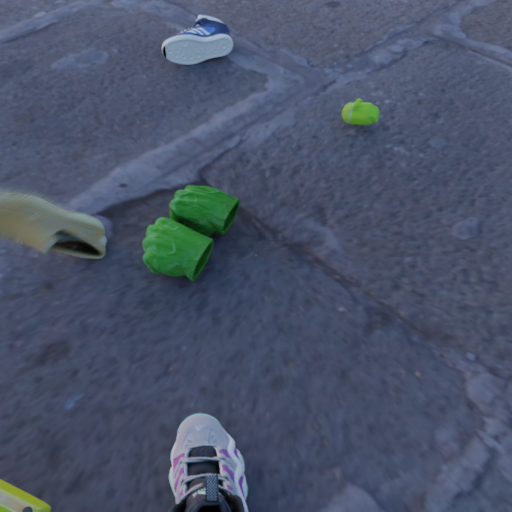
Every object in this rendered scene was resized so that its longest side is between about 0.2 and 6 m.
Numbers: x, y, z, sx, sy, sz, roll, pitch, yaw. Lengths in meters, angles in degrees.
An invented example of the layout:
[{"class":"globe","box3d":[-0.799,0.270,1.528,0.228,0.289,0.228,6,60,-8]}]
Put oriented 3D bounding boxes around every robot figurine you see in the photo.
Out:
[{"class":"robot figurine","box3d":[2.398,-3.305,13.012,0.861,0.755,0.498,9,80,24]}]

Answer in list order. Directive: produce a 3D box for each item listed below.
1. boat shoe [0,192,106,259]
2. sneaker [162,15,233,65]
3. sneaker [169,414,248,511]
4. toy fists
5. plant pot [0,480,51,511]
[{"class":"boat shoe","box3d":[-3.705,-0.439,9.762,2.356,0.844,0.897,10,41,-36]},{"class":"sneaker","box3d":[-1.709,-6.029,15.464,2.000,0.806,1.464,-12,49,-12]},{"class":"sneaker","box3d":[-0.547,2.832,6.670,1.050,1.889,2.701,-10,48,-9]},{"class":"toy fists","box3d":[-1.256,-0.491,10.469,1.178,0.794,2.310,23,50,8]},{"class":"plant pot","box3d":[-3.263,3.290,6.376,1.502,1.363,1.495,28,51,-1]}]
